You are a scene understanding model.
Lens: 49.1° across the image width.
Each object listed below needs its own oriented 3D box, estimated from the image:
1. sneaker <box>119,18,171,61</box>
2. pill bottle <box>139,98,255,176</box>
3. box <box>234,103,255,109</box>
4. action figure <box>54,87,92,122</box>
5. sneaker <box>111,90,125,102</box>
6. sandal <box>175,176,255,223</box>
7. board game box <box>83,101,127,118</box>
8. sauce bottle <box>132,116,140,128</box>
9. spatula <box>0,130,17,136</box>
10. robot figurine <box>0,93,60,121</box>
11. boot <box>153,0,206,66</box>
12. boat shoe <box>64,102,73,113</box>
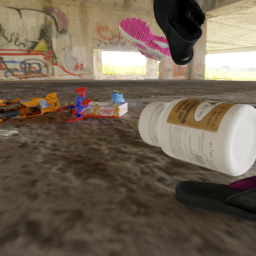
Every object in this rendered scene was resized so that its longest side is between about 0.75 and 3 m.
[{"bbox_3d":[0.597,-3.162,10.427,2.253,0.917,0.994,33,-23,-8],"label":"sneaker"},{"bbox_3d":[1.572,0.067,6.710,1.517,1.517,2.653,-11,16,-40],"label":"pill bottle"},{"bbox_3d":[4.835,-0.570,11.521,2.035,0.642,2.581,0,12,-5],"label":"box"},{"bbox_3d":[-2.283,-0.758,11.381,1.247,0.822,2.520,-23,-7,-18],"label":"action figure"},{"bbox_3d":[-0.579,-1.835,16.727,0.755,0.898,2.290,-2,11,2],"label":"sneaker"},{"bbox_3d":[1.941,1.055,4.442,2.392,0.572,0.899,4,13,19],"label":"sandal"},{"bbox_3d":[-1.290,-0.924,13.429,2.215,0.513,1.678,3,13,13],"label":"board game box"},{"bbox_3d":[0.674,-0.306,10.868,0.432,0.432,1.334,9,16,35],"label":"sauce bottle"},{"bbox_3d":[-4.297,0.162,9.675,0.805,0.065,0.560,4,19,20],"label":"spatula"},{"bbox_3d":[-4.416,-0.865,11.694,2.971,0.865,2.154,-11,10,-16],"label":"robot figurine"},{"bbox_3d":[1.119,-2.597,6.352,0.781,2.046,1.719,-15,-9,2],"label":"boot"},{"bbox_3d":[-2.991,-1.073,14.166,0.501,0.490,1.326,-5,14,-22],"label":"boat shoe"}]
